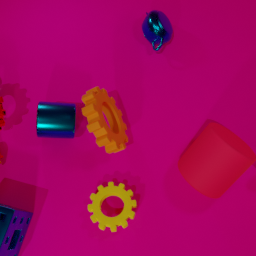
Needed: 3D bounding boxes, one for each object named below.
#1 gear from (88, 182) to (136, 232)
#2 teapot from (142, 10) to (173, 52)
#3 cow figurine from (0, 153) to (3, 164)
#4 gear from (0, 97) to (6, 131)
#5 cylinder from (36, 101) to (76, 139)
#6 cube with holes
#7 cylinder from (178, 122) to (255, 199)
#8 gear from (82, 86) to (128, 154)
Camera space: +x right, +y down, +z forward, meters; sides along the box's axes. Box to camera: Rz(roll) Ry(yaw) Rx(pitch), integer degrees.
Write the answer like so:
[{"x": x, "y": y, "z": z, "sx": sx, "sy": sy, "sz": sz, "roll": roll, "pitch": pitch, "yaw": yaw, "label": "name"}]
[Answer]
[{"x": -0.375, "y": 1.870, "z": 6.712, "sx": 1.132, "sy": 0.209, "sz": 1.132, "roll": -1, "pitch": 57, "yaw": 2, "label": "gear"}, {"x": 0.808, "y": -2.978, "z": 8.346, "sx": 0.794, "sy": 1.008, "sz": 1.621, "roll": -23, "pitch": 61, "yaw": 37, "label": "teapot"}, {"x": -3.860, "y": 0.788, "z": 7.158, "sx": 1.078, "sy": 1.061, "sz": 0.592, "roll": -41, "pitch": 37, "yaw": 21, "label": "cow figurine"}, {"x": -3.606, "y": -0.558, "z": 7.275, "sx": 0.246, "sy": 1.329, "sz": 1.329, "roll": -17, "pitch": 67, "yaw": -45, "label": "gear"}, {"x": -1.837, "y": -0.200, "z": 7.223, "sx": 0.931, "sy": 0.931, "sz": 0.931, "roll": 3, "pitch": 70, "yaw": -13, "label": "cylinder"}, {"x": -3.103, "y": 2.321, "z": 6.251, "sx": 1.239, "sy": 1.239, "sz": 1.239, "roll": 14, "pitch": 71, "yaw": 5, "label": "cube with holes"}, {"x": 2.028, "y": 0.741, "z": 6.506, "sx": 1.275, "sy": 1.275, "sz": 1.275, "roll": 40, "pitch": 114, "yaw": 13, "label": "cylinder"}, {"x": -0.515, "y": -0.193, "z": 6.691, "sx": 0.295, "sy": 1.593, "sz": 1.593, "roll": -23, "pitch": 70, "yaw": 19, "label": "gear"}]
